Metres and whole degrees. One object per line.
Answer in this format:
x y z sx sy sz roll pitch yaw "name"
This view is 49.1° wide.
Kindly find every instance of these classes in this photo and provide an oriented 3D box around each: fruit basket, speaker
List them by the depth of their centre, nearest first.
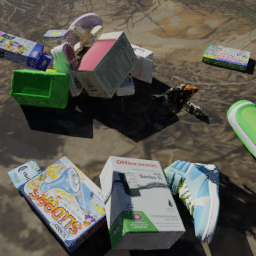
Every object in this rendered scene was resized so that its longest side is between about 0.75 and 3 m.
4.840 0.226 10.368 1.261 1.261 2.850 -10 45 -11 "speaker"
-3.706 -1.842 12.506 2.526 1.822 2.526 7 0 0 "fruit basket"

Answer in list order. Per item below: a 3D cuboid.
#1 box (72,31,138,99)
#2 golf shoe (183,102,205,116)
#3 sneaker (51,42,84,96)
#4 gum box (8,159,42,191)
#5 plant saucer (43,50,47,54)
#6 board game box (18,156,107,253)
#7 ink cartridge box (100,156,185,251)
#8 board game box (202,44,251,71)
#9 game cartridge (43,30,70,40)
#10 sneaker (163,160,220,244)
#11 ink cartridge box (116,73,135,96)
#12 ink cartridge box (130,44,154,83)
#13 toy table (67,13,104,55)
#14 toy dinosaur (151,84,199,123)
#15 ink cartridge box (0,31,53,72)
-0.964 -2.819 12.536 1.403 1.647 2.576 10 57 40 "box"
2.825 -0.855 12.146 0.459 0.403 1.043 -8 38 -44 "golf shoe"
-2.762 -2.602 12.671 1.192 2.399 0.935 2 26 32 "sneaker"
-3.511 1.614 9.645 0.962 0.214 0.817 -27 50 -25 "gum box"
-5.297 -4.231 15.657 1.146 0.210 1.144 -29 51 -27 "plant saucer"
-1.906 2.248 8.807 2.717 0.468 1.839 35 54 30 "board game box"
0.302 2.112 8.152 1.825 1.034 2.490 9 39 -25 "ink cartridge box"
5.332 -3.868 15.197 2.294 0.334 1.544 18 46 17 "board game box"
-3.183 -4.117 12.395 1.058 0.214 0.705 5 47 15 "game cartridge"
1.789 2.097 8.559 1.816 1.106 2.782 12 36 9 "sneaker"
-0.208 -2.083 13.240 0.867 0.504 1.190 -7 46 -6 "ink cartridge box"
0.467 -3.228 13.813 2.262 1.325 0.762 28 48 26 "ink cartridge box"
-2.300 -5.022 15.320 2.148 2.337 1.368 23 36 -36 "toy table"
1.584 -1.046 9.101 1.366 2.012 1.028 -37 76 -20 "toy dinosaur"
-3.001 -2.135 7.652 1.764 0.370 1.052 17 34 -14 "ink cartridge box"
